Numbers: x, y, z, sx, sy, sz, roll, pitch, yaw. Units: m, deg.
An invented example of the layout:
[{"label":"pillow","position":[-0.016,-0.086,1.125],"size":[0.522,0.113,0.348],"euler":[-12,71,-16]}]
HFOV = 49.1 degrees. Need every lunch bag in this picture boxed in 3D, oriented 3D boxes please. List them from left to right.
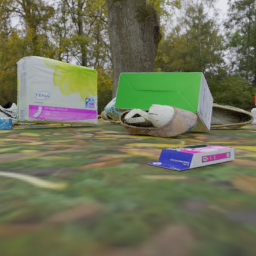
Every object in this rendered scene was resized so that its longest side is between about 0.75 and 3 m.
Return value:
[{"label":"lunch bag","position":[0.421,-1.071,13.360],"size":[2.929,1.786,2.495],"euler":[-5,3,-14]}]

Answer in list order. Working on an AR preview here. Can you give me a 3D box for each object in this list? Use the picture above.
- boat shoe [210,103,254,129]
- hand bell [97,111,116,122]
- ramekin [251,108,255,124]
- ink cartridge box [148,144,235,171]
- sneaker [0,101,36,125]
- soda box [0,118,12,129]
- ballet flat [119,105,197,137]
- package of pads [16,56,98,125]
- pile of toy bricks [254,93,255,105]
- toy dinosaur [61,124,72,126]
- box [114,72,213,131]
[{"label":"boat shoe","position":[2.757,-0.392,9.214],"size":[2.598,0.947,0.817],"euler":[7,-2,-7]},{"label":"hand bell","position":[-1.537,-0.625,15.790],"size":[1.861,0.969,0.969],"euler":[-13,-6,41]},{"label":"ramekin","position":[6.521,-0.555,13.118],"size":[1.606,0.748,1.606],"euler":[-1,3,0]},{"label":"ink cartridge box","position":[0.751,0.323,3.235],"size":[0.999,0.185,0.473],"euler":[-6,6,-38]},{"label":"sneaker","position":[-4.814,-0.621,12.031],"size":[0.889,1.031,2.351],"euler":[0,1,25]},{"label":"soda box","position":[-4.422,-0.129,9.142],"size":[1.150,0.369,0.390],"euler":[-4,5,-41]},{"label":"ballet flat","position":[0.560,-0.191,6.552],"size":[2.138,0.728,0.719],"euler":[-7,-40,46]},{"label":"package of pads","position":[-2.498,-1.290,10.269],"size":[2.956,2.283,1.008],"euler":[1,-4,-41]},{"label":"pile of toy bricks","position":[3.907,-0.169,6.936],"size":[0.953,1.071,1.931],"euler":[-33,38,-28]},{"label":"toy dinosaur","position":[-2.628,-0.367,11.638],"size":[0.772,0.524,0.395],"euler":[41,-13,2]},{"label":"box","position":[1.076,-0.663,7.820],"size":[2.237,1.082,1.974],"euler":[5,-11,26]}]
